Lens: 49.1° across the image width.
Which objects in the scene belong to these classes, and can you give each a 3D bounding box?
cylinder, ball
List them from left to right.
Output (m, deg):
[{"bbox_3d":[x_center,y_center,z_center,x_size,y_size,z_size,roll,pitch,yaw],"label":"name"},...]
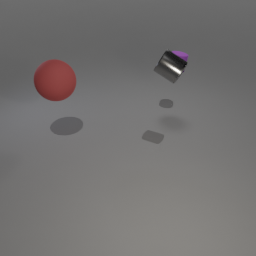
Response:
[{"bbox_3d":[-2.462,-1.608,9.498,1.400,1.400,1.400,0,31,0],"label":"ball"},{"bbox_3d":[1.184,-1.717,7.824,0.700,0.700,0.700,33,35,-2],"label":"cylinder"},{"bbox_3d":[2.015,-2.682,11.355,0.700,0.700,0.700,8,30,-5],"label":"cylinder"}]
